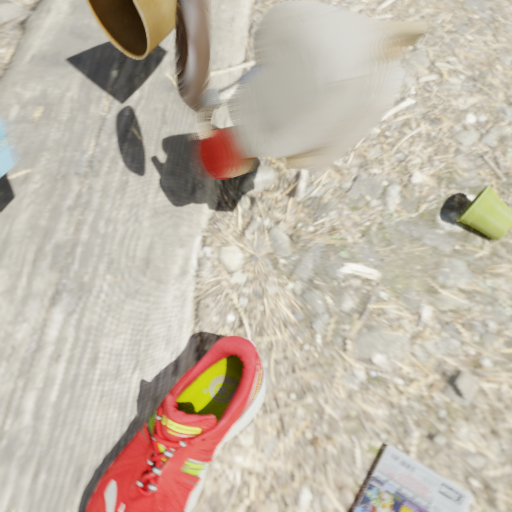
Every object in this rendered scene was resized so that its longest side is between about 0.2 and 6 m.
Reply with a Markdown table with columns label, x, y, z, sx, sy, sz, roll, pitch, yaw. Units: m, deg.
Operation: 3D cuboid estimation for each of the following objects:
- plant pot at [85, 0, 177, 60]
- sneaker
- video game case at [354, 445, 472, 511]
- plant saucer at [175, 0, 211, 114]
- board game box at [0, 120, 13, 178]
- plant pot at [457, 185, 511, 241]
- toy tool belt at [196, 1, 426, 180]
| label | x | y | z | sx | sy | sz | roll | pitch | yaw |
| --- | --- | --- | --- | --- | --- | --- | --- | --- | --- |
| plant pot | -1.741 | -4.542 | 9.535 | 1.670 | 1.670 | 1.792 | 38 | 65 | 21 |
| sneaker | -1.119 | 2.425 | 7.354 | 1.346 | 1.484 | 3.495 | 28 | 62 | 16 |
| video game case | 2.094 | 3.399 | 7.555 | 1.273 | 0.146 | 1.160 | 29 | 63 | 15 |
| plant saucer | -0.823 | -2.682 | 7.050 | 0.277 | 1.728 | 1.728 | -3 | 58 | -15 |
| board game box | -4.180 | -1.200 | 7.075 | 1.048 | 1.067 | 2.035 | 4 | 33 | 8 |
| plant pot | 4.076 | -0.695 | 9.757 | 0.754 | 0.821 | 0.821 | 39 | 66 | 9 |
| toy tool belt | 0.700 | -2.042 | 7.504 | 1.887 | 3.070 | 1.917 | -22 | 83 | -36 |
